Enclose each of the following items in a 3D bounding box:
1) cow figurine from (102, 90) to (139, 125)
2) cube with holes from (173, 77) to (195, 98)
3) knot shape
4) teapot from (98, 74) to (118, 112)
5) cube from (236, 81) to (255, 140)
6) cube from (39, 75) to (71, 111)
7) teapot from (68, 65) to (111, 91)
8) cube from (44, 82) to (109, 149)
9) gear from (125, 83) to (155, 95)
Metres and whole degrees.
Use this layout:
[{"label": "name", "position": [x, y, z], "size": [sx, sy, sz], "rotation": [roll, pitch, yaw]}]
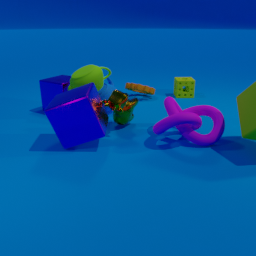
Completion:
[{"label": "cow figurine", "position": [-0.247, -0.577, 8.590], "size": [0.755, 1.376, 1.354], "rotation": [28, 40, 19]}, {"label": "cube with holes", "position": [2.480, -1.801, 12.417], "size": [0.772, 0.772, 0.772], "rotation": [-1, 22, -1]}, {"label": "knot shape", "position": [1.787, -0.182, 7.971], "size": [1.873, 0.925, 2.002], "rotation": [15, 24, 15]}, {"label": "teapot", "position": [-0.878, -1.214, 10.316], "size": [1.117, 0.879, 1.796], "rotation": [-9, 49, 45]}, {"label": "cube", "position": [3.690, -0.446, 7.021], "size": [1.257, 1.257, 1.257], "rotation": [9, 64, -13]}, {"label": "cube", "position": [-2.400, -1.248, 10.449], "size": [1.191, 1.191, 1.191], "rotation": [13, 26, 30]}, {"label": "teapot", "position": [-1.359, -1.486, 9.338], "size": [1.862, 0.912, 1.158], "rotation": [-34, 34, -14]}, {"label": "cube", "position": [-1.319, -0.350, 7.558], "size": [1.193, 1.193, 1.193], "rotation": [-17, 24, 10]}, {"label": "gear", "position": [0.525, -1.699, 12.155], "size": [1.285, 0.238, 1.285], "rotation": [12, 2, 0]}]
